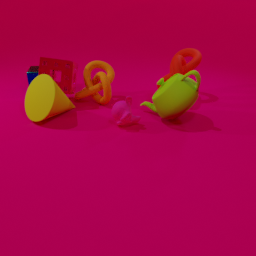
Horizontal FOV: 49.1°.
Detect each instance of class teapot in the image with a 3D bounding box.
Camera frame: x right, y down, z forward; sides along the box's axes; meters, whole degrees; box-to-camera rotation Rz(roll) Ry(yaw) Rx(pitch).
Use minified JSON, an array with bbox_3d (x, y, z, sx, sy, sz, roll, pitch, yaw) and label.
[{"bbox_3d":[1.146,-0.876,7.502,2.074,1.015,1.289,-35,15,47],"label":"teapot"}]

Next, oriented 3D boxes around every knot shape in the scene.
[{"bbox_3d":[-0.939,-1.317,8.694,1.413,1.510,0.698,40,4,42],"label":"knot shape"},{"bbox_3d":[1.569,-1.701,8.985,0.793,1.605,1.716,32,50,-1],"label":"knot shape"}]

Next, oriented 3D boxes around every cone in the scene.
[{"bbox_3d":[-1.978,-0.714,7.940,1.291,1.291,1.296,23,6,37],"label":"cone"}]

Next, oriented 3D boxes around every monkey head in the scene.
[{"bbox_3d":[-0.054,-0.406,7.347,0.725,1.007,0.607,0,65,-29],"label":"monkey head"}]

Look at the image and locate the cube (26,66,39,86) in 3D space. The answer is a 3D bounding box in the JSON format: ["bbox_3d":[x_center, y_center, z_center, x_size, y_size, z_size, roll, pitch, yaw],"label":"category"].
[{"bbox_3d":[-2.931,-1.639,9.563,0.799,0.799,0.799,-4,29,-7],"label":"cube"}]

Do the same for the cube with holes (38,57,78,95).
[{"bbox_3d":[-2.102,-1.565,8.492,0.958,0.958,0.958,7,8,-3],"label":"cube with holes"}]
